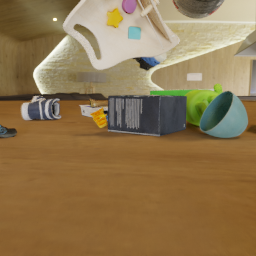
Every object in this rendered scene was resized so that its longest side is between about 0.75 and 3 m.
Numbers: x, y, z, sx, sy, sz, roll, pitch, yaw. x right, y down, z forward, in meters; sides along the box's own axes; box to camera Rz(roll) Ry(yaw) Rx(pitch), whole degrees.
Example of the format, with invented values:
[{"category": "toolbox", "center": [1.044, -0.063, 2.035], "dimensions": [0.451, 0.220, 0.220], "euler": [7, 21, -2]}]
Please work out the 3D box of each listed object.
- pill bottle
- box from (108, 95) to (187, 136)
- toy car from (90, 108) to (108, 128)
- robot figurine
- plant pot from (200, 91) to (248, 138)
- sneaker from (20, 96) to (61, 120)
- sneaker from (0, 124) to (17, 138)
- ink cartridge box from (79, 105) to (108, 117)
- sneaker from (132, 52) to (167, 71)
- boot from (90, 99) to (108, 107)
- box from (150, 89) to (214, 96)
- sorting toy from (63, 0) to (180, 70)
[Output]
[{"category": "pill bottle", "center": [1.662, -3.333, 5.942], "dimensions": [1.394, 1.394, 2.448], "euler": [1, 7, 5]}, {"category": "box", "center": [0.587, -0.431, 8.174], "dimensions": [1.709, 1.077, 1.738], "euler": [7, 10, 33]}, {"category": "toy car", "center": [0.077, -0.252, 9.584], "dimensions": [2.553, 1.252, 0.849], "euler": [-19, 57, -16]}, {"category": "robot figurine", "center": [2.478, -0.689, 9.486], "dimensions": [1.833, 1.209, 2.090], "euler": [-31, 9, 1]}, {"category": "plant pot", "center": [2.473, -0.221, 6.947], "dimensions": [0.790, 1.173, 1.173], "euler": [31, 1, -12]}, {"category": "sneaker", "center": [-3.533, -0.902, 12.229], "dimensions": [1.439, 0.930, 2.652], "euler": [-5, 14, 0]}, {"category": "sneaker", "center": [-3.146, 0.058, 6.959], "dimensions": [0.337, 0.377, 0.920], "euler": [3, 7, 25]}, {"category": "ink cartridge box", "center": [-1.357, -0.814, 13.393], "dimensions": [1.304, 0.514, 2.623], "euler": [-5, 10, -26]}, {"category": "sneaker", "center": [0.448, -2.988, 9.782], "dimensions": [1.118, 2.009, 0.771], "euler": [-29, -5, 37]}, {"category": "boot", "center": [-1.203, -1.111, 12.738], "dimensions": [1.030, 0.341, 0.902], "euler": [-4, 21, -12]}, {"category": "box", "center": [2.888, -1.315, 14.307], "dimensions": [2.718, 1.314, 2.398], "euler": [5, 10, 40]}, {"category": "sorting toy", "center": [-0.288, -2.389, 6.322], "dimensions": [2.048, 2.275, 1.215], "euler": [-37, 42, 3]}]
